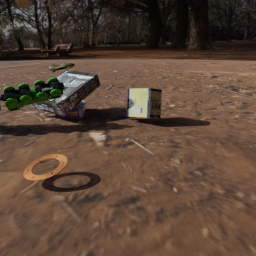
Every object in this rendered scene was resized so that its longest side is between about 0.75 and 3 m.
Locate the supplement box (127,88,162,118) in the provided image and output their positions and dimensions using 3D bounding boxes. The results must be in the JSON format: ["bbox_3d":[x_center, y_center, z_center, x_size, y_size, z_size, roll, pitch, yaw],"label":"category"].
[{"bbox_3d":[0.543,-0.824,9.370,0.964,0.965,0.648,5,5,40],"label":"supplement box"}]

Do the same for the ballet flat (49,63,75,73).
[{"bbox_3d":[-2.180,-1.979,9.202,1.035,0.240,0.349,-1,-5,26],"label":"ballet flat"}]

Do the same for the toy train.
[{"bbox_3d":[-3.372,-0.902,8.540,2.915,0.608,0.822,-13,-21,-13],"label":"toy train"}]

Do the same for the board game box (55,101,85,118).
[{"bbox_3d":[-2.165,-0.727,10.682,0.994,0.331,1.479,-2,17,-5],"label":"board game box"}]

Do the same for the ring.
[{"bbox_3d":[-1.569,0.761,5.376,0.848,0.081,0.848,-10,27,5],"label":"ring"}]

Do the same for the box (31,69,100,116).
[{"bbox_3d":[-2.290,-1.342,10.221,1.653,0.522,2.096,15,46,33],"label":"box"}]
